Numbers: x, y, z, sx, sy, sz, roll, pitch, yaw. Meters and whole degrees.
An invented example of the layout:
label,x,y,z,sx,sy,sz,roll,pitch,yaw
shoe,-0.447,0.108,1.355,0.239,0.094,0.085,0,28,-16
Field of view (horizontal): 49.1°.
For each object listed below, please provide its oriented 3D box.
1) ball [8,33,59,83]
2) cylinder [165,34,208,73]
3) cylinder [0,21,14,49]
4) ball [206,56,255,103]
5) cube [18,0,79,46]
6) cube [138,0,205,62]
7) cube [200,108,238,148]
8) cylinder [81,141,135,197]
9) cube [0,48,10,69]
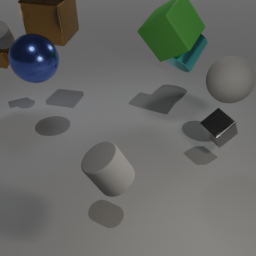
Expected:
label,x,y,z,sx,sy,sz,roll,pitch,yaw
ball,-2.720,-2.011,8.141,1.400,1.400,1.400,0,31,0
cylinder,2.340,-3.261,11.647,1.400,1.400,1.400,31,4,-2
cylinder,-4.358,-3.185,9.599,0.700,0.700,0.700,1,75,-3
ball,3.065,-1.442,8.409,1.400,1.400,1.400,0,31,0
cube,-2.658,-3.843,9.672,1.400,1.400,1.400,10,44,10
cube,1.483,-3.371,9.531,1.400,1.400,1.400,-8,41,52
cube,2.615,0.002,8.042,0.700,0.700,0.700,-39,53,2
cylinder,-0.337,0.713,4.862,0.700,0.700,0.700,-21,37,17
cube,-4.837,-2.767,10.534,0.700,0.700,0.700,2,51,-51
